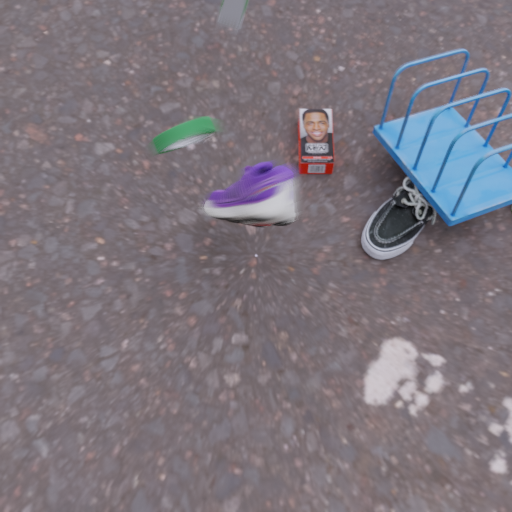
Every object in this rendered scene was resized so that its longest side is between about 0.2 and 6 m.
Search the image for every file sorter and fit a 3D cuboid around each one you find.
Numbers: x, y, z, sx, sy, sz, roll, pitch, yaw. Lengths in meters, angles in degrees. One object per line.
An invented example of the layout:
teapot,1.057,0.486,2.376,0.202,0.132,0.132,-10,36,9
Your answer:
file sorter,3.789,-2.276,10.380,1.876,1.658,2.703,-19,57,-15

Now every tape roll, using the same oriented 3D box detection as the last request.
tape roll,-1.115,-1.862,8.650,0.958,0.958,0.230,-25,97,-12

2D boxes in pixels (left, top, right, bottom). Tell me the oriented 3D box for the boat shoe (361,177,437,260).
boat shoe,3.187,-1.025,11.067,2.751,0.939,1.016,-35,69,-16

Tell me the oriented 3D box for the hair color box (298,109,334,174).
hair color box,1.278,-2.472,12.058,0.733,0.442,1.444,0,63,1

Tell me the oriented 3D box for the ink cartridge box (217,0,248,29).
ink cartridge box,-0.344,-5.149,10.811,0.481,0.836,1.146,15,68,-8

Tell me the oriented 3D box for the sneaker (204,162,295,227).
sneaker,-0.036,-1.072,9.753,1.032,2.559,1.068,11,87,-30
